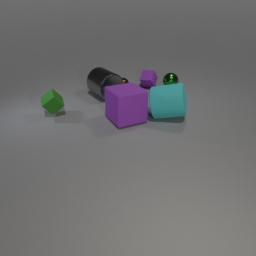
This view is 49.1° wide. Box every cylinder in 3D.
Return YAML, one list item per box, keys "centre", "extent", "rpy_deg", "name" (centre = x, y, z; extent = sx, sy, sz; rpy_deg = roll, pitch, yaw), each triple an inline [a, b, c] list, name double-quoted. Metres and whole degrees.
- centre: [1.754, -1.155, 12.085]
  extent: [1.400, 1.400, 1.400]
  rpy_deg: [-5, 28, 18]
  name: "cylinder"
- centre: [-1.175, -2.253, 14.267]
  extent: [1.400, 1.400, 1.400]
  rpy_deg: [-20, 35, -31]
  name: "cylinder"

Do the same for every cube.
- centre: [-3.344, -1.168, 12.395]
  extent: [0.700, 0.700, 0.700]
  rpy_deg: [-35, 46, 11]
  name: "cube"
- centre: [1.142, -2.715, 15.436]
  extent: [0.700, 0.700, 0.700]
  rpy_deg: [6, 66, 28]
  name: "cube"
- centre: [-0.086, -1.021, 12.031]
  extent: [1.400, 1.400, 1.400]
  rpy_deg: [-13, 29, -24]
  name: "cube"

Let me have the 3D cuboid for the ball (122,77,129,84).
- centre: [-0.283, -2.389, 15.214]
  extent: [0.700, 0.700, 0.700]
  rpy_deg: [0, 30, 0]
  name: "ball"

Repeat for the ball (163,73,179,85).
- centre: [1.911, -2.122, 12.546]
  extent: [0.700, 0.700, 0.700]
  rpy_deg: [0, 30, 0]
  name: "ball"
